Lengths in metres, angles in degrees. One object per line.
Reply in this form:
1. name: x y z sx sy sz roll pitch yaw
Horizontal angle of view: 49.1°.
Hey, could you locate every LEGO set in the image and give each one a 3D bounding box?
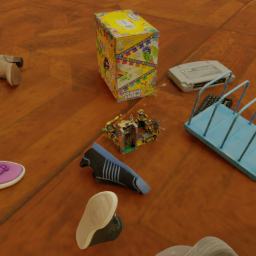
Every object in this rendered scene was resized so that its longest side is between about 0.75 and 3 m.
1. LEGO set: 0.140 -0.100 8.214 1.716 0.994 1.320 -13 41 -15

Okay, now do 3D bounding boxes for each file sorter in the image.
1. file sorter: 3.177 -0.200 7.679 1.739 1.537 2.506 -30 56 -32

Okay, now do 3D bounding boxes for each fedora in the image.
1. fedora: 0.775 2.766 4.302 1.115 2.184 2.469 -1 30 49

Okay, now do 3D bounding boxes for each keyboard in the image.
1. keyboard: 2.872 -0.435 9.202 1.323 0.283 2.204 21 45 24

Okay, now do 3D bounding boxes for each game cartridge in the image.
1. game cartridge: 2.845 -2.127 11.150 2.279 0.461 1.519 -13 45 -15

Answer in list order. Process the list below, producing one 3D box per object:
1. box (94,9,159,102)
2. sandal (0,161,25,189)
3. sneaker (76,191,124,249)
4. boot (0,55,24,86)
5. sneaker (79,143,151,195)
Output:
1. box: -0.132 -2.691 10.246 1.519 2.398 2.490 -14 42 -16
2. sandal: -3.842 1.059 7.140 2.319 0.570 0.944 3 40 4
3. sneaker: -0.364 1.630 5.137 0.768 1.548 0.547 0 44 -37
4. boot: -5.074 -2.226 11.115 1.576 0.757 2.156 -9 39 -1
5. sneaker: -0.360 1.182 7.023 1.928 0.676 0.751 34 79 22
